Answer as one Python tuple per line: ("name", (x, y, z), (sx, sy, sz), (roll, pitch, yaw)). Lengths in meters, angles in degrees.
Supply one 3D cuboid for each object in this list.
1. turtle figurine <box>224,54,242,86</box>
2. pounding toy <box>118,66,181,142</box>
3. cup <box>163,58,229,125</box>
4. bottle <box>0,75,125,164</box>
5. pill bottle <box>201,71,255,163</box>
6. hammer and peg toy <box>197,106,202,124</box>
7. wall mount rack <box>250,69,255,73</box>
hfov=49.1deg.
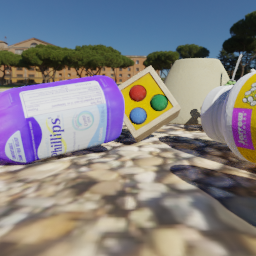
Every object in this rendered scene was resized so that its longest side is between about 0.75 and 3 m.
("turtle figurine", (3.140, -0.885, 7.074), (1.362, 1.893, 1.836), (28, 46, 5))
("pounding toy", (-0.068, -0.415, 4.984), (1.500, 1.318, 0.686), (-33, -12, -1))
("cup", (2.165, -1.182, 8.888), (2.655, 1.899, 2.655), (0, 8, 0))
("bottle", (-1.246, -0.042, 3.589), (2.389, 0.998, 0.780), (-13, 49, -23))
("pill bottle", (1.981, -0.086, 3.270), (1.228, 1.228, 2.355), (-4, 8, -28))
("hammer and peg toy", (2.578, -0.415, 6.452), (1.785, 0.629, 1.313), (-5, 18, 26))
("wall mount rack", (6.287, -1.919, 10.545), (2.497, 2.874, 1.071), (45, 8, -5))
